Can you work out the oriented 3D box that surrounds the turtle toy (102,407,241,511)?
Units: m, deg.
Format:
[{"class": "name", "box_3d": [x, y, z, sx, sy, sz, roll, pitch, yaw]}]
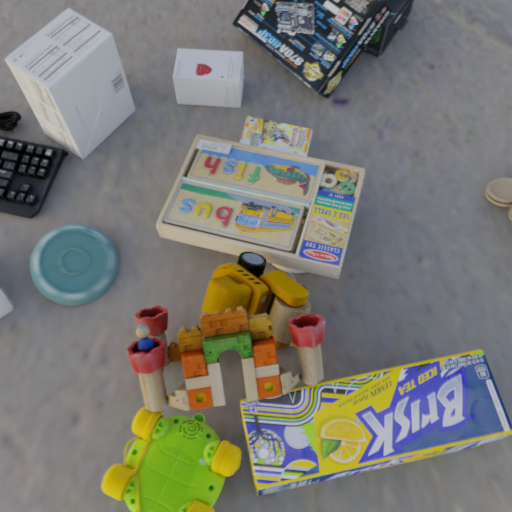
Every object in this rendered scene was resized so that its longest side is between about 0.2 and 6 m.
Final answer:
[{"class": "turtle toy", "box_3d": [-1.239, 3.266, 7.832, 1.620, 1.124, 2.223, 22, 67, 10]}]

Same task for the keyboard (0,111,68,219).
[{"class": "keyboard", "box_3d": [-5.471, -2.022, 10.734, 3.549, 0.455, 2.131, 13, 65, 5]}]

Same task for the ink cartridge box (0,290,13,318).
[{"class": "ink cartridge box", "box_3d": [-4.930, 0.609, 9.394, 1.010, 0.586, 1.368, -38, 71, -16]}]

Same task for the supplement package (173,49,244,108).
[{"class": "supplement package", "box_3d": [-0.939, -3.569, 11.262, 1.320, 0.791, 0.800, 3, 65, 2]}]

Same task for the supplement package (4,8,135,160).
[{"class": "supplement package", "box_3d": [-3.332, -3.129, 10.375, 1.110, 2.002, 1.559, 34, 69, 15]}]

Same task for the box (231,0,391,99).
[{"class": "box", "box_3d": [1.052, -4.826, 11.330, 2.629, 0.605, 2.090, 44, 111, 19]}]

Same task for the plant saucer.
[{"class": "plant saucer", "box_3d": [-3.130, 0.111, 9.662, 1.482, 0.203, 1.482, 4, 71, -11]}]

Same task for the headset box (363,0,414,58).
[{"class": "headset box", "box_3d": [2.363, -5.419, 12.077, 1.921, 0.891, 1.672, 28, 68, 12]}]

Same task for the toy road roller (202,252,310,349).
[{"class": "toy road roller", "box_3d": [-0.089, 0.725, 8.472, 1.573, 0.967, 1.149, 35, 33, 30]}]

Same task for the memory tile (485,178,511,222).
[{"class": "memory tile", "box_3d": [5.778, -1.080, 10.054, 2.757, 0.231, 2.113, -21, 47, -8]}]

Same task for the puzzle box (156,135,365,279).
[{"class": "puzzle box", "box_3d": [0.112, -0.920, 9.675, 3.184, 0.405, 2.119, 13, 62, 10]}]

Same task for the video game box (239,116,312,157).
[{"class": "video game box", "box_3d": [0.297, -1.905, 10.712, 1.328, 0.341, 1.458, 13, 65, 1]}]

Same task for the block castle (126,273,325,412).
[{"class": "block castle", "box_3d": [-0.445, 1.164, 8.295, 2.751, 1.839, 1.291, -8, 106, -4]}]

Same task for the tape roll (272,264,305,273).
[{"class": "tape roll", "box_3d": [0.731, -0.405, 9.886, 1.386, 0.485, 1.386, -1, 61, 1]}]

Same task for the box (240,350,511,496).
[{"class": "box", "box_3d": [1.659, 2.440, 8.204, 3.643, 1.171, 1.276, -10, 65, -6]}]
